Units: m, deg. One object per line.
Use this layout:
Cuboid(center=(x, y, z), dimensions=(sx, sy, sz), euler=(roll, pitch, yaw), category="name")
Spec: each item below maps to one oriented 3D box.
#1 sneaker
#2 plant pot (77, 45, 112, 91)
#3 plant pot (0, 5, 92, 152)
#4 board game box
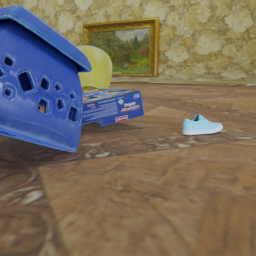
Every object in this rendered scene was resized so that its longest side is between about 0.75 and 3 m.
Cuboid(center=(2.069, -0.121, 7.665), dimensions=(1.269, 0.520, 0.469), euler=(-6, 10, -25), category="sneaker")
Cuboid(center=(-2.030, -2.270, 13.641), dimensions=(2.762, 2.762, 1.961), euler=(-2, 54, -12), category="plant pot")
Cuboid(center=(-2.339, -0.954, 5.715), dimensions=(2.470, 2.220, 2.470), euler=(8, -12, 35), category="plant pot")
Cuboid(center=(-1.296, -0.680, 9.076), dimensions=(2.677, 0.825, 2.675), euler=(-15, 16, -21), category="board game box")
